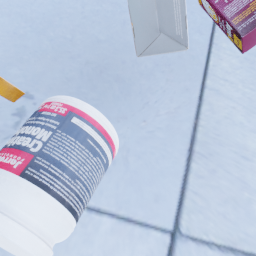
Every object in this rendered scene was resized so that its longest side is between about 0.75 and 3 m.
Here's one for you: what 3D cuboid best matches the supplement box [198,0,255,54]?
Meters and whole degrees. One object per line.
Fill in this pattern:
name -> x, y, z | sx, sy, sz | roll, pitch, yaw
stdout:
supplement box -> 2.663, -3.072, 7.162 | 0.882, 1.136, 2.060 | -36, 70, 14

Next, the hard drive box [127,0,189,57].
hard drive box -> 0.611, -3.231, 6.364 | 1.121, 2.275, 2.919 | -6, 32, 9

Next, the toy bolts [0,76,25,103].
toy bolts -> -2.986, -2.012, 5.667 | 2.586, 2.470, 1.793 | 28, 82, 40

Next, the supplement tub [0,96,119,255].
supplement tub -> -1.227, 0.711, 4.276 | 1.533, 1.533, 2.184 | 20, 54, 13
